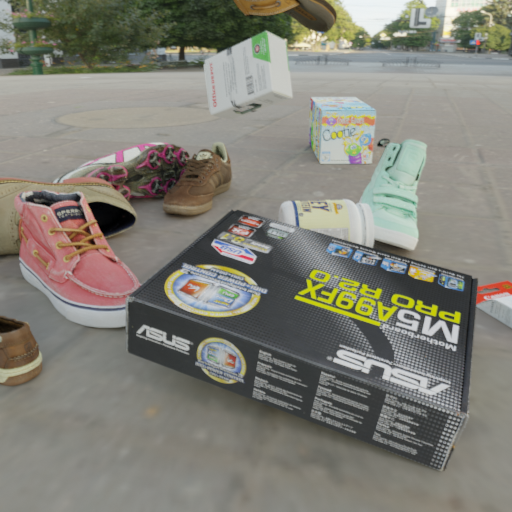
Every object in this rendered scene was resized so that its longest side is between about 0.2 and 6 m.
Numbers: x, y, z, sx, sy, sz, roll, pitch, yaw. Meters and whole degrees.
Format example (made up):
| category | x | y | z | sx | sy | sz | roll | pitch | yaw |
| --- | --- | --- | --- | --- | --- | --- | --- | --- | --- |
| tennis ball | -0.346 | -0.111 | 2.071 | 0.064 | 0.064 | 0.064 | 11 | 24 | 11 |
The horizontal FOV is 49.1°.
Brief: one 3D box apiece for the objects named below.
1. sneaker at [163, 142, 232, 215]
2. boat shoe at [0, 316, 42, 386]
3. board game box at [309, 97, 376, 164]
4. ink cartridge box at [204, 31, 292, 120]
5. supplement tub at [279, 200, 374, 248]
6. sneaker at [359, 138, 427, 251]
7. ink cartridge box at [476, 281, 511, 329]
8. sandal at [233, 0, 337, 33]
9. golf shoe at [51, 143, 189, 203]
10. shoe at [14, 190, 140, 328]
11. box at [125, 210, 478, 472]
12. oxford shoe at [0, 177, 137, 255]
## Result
| category | x | y | z | sx | sy | sz | roll | pitch | yaw |
| --- | --- | --- | --- | --- | --- | --- | --- | --- | --- |
| sneaker | -1.199 | -1.601 | 11.291 | 0.949 | 1.018 | 2.694 | 5 | 22 | 12 |
| boat shoe | -2.992 | 0.762 | 5.936 | 1.818 | 0.672 | 0.671 | 10 | 24 | 23 |
| board game box | 2.299 | -3.515 | 15.476 | 1.424 | 1.398 | 2.715 | 0 | 22 | 0 |
| ink cartridge box | -0.103 | -2.010 | 6.345 | 0.933 | 0.681 | 0.392 | -8 | -3 | 38 |
| supplement tub | 1.021 | -0.366 | 8.362 | 1.291 | 0.936 | 0.936 | -2 | 22 | -5 |
| sneaker | 2.308 | -1.138 | 9.264 | 0.965 | 1.547 | 2.622 | 18 | 23 | -3 |
| ink cartridge box | 3.271 | 0.523 | 7.057 | 0.940 | 0.278 | 1.174 | -8 | 25 | -19 |
| sandal | 0.167 | -4.308 | 9.411 | 2.880 | 0.786 | 1.177 | 13 | 12 | -43 |
| golf shoe | -2.644 | -1.667 | 11.289 | 1.450 | 1.143 | 3.150 | 15 | 27 | 33 |
| shoe | -2.334 | -0.063 | 7.224 | 0.963 | 1.227 | 2.696 | -20 | 30 | -40 |
| box | 0.605 | 0.568 | 5.668 | 2.997 | 0.663 | 2.401 | 17 | 29 | 16 |
| oxford shoe | -3.384 | -0.573 | 8.684 | 3.214 | 1.132 | 1.202 | -20 | 35 | -38 |
